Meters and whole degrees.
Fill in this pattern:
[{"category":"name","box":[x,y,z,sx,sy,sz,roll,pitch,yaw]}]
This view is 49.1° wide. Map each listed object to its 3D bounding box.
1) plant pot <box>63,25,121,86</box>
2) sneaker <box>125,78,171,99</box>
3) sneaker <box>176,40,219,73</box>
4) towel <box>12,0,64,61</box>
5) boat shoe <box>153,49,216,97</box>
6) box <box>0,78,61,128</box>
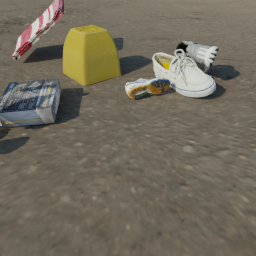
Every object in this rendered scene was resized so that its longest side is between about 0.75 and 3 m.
[{"category":"plant pot","box":[-1.415,-2.858,10.575,1.718,1.769,1.729,-22,39,-31]},{"category":"sneaker","box":[0.640,-1.451,9.241,1.517,0.571,0.669,-12,40,-13]},{"category":"sneaker","box":[2.488,-2.743,10.281,1.409,0.915,2.439,22,8,10]},{"category":"towel","box":[-3.881,-4.369,12.075,2.966,0.337,2.136,-36,39,18]},{"category":"boat shoe","box":[1.778,-2.052,9.564,1.050,1.212,2.843,-35,40,-10]},{"category":"box","box":[-2.928,-0.808,8.387,1.612,0.492,2.035,-6,35,-4]}]
